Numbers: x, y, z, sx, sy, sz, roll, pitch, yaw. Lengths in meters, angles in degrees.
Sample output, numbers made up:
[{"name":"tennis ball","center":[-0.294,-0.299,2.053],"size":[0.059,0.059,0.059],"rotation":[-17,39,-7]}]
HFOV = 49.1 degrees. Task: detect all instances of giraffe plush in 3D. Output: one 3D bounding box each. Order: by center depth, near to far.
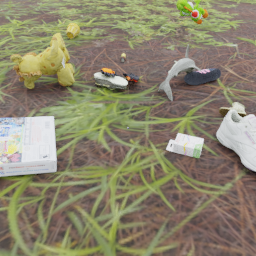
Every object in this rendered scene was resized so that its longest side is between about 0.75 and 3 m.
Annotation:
[{"name":"giraffe plush","center":[-4.152,-3.038,13.647],"size":[2.432,2.587,2.999],"rotation":[-16,17,1]}]

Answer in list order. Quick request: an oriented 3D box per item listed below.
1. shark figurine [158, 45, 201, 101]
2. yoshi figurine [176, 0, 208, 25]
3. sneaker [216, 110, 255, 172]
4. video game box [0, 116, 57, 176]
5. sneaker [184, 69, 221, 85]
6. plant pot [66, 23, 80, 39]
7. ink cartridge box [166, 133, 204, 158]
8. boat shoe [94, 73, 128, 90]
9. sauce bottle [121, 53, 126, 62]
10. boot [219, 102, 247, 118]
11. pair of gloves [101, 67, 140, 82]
[{"name":"shark figurine","center":[2.795,-2.739,13.612],"size":[1.338,1.915,3.205],"rotation":[30,45,25]},{"name":"yoshi figurine","center":[2.327,-4.455,10.495],"size":[1.361,0.765,0.762],"rotation":[11,0,-39]},{"name":"sneaker","center":[4.182,0.450,9.416],"size":[1.091,1.452,2.915],"rotation":[-11,37,-28]},{"name":"video game box","center":[-3.818,0.554,9.815],"size":[2.469,0.634,2.710],"rotation":[0,34,-16]},{"name":"sneaker","center":[3.768,-2.675,14.632],"size":[2.023,0.710,0.830],"rotation":[-10,16,-13]},{"name":"plant pot","center":[-4.067,-6.990,20.367],"size":[0.944,0.944,0.888],"rotation":[8,51,11]},{"name":"ink cartridge box","center":[2.054,0.596,10.120],"size":[1.209,0.407,0.708],"rotation":[13,37,17]},{"name":"boat shoe","center":[-0.854,-2.265,13.986],"size":[1.918,0.573,0.685],"rotation":[20,38,25]},{"name":"sauce bottle","center":[-0.292,-4.275,17.038],"size":[0.290,0.290,0.879],"rotation":[2,34,3]},{"name":"boot","center":[4.497,-0.807,12.092],"size":[1.128,0.406,0.872],"rotation":[13,38,8]},{"name":"pair of gloves","center":[-0.401,-2.770,14.382],"size":[2.046,0.253,1.823],"rotation":[11,18,-8]}]
